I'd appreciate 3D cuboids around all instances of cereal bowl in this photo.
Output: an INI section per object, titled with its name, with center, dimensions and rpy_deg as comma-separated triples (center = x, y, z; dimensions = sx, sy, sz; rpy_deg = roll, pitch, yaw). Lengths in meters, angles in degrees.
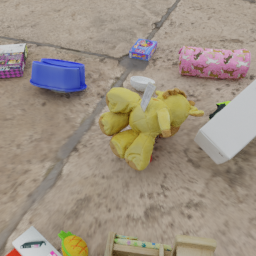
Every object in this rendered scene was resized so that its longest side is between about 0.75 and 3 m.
[cereal bowl]
center = 0.537, -1.682, 10.842
dimensions = 0.955, 0.398, 0.955
rpy_deg = 10, 26, -5

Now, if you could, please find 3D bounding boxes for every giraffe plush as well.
[giraffe plush]
center = 0.760, -0.352, 7.678
dimensions = 2.091, 2.578, 2.225
rpy_deg = -17, 68, -42

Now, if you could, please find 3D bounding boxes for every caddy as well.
[caddy]
center = -2.633, -1.903, 10.662
dimensions = 2.177, 1.143, 1.539
rpy_deg = 10, 23, 6

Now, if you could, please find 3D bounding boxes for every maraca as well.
[maraca]
center = -1.221, 2.631, 6.240
dimensions = 0.498, 0.638, 0.930
rpy_deg = -54, 45, 3

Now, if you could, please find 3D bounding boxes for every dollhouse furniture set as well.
[dollhouse furniture set]
center = -0.167, 2.320, 5.076
dimensions = 2.896, 2.561, 1.610
rpy_deg = 6, 43, 5

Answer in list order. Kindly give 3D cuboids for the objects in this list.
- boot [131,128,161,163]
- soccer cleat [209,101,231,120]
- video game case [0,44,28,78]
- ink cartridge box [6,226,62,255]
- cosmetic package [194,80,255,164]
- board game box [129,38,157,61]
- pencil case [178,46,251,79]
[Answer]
[boot]
center = 0.865, 0.294, 8.691
dimensions = 1.343, 0.674, 1.862
rpy_deg = 3, 48, -13
[soccer cleat]
center = 3.012, -0.132, 9.193
dimensions = 0.809, 0.674, 1.996
rpy_deg = -2, 41, 38
[video game case]
center = -5.772, -2.898, 12.179
dimensions = 2.525, 0.452, 2.288
rpy_deg = -7, 44, -7
[ink cartridge box]
center = -2.145, 2.927, 6.116
dimensions = 1.232, 0.268, 1.069
rpy_deg = 30, 50, 28
[cosmetic package]
center = 3.278, -0.408, 7.572
dimensions = 2.967, 1.505, 1.057
rpy_deg = -42, 76, -3
[board game box]
center = 0.723, -3.694, 13.133
dimensions = 0.943, 0.314, 1.403
rpy_deg = 15, 45, 15
[pencil case]
center = 3.455, -2.700, 11.472
dimensions = 2.804, 1.161, 1.213
rpy_deg = 5, 34, 6
